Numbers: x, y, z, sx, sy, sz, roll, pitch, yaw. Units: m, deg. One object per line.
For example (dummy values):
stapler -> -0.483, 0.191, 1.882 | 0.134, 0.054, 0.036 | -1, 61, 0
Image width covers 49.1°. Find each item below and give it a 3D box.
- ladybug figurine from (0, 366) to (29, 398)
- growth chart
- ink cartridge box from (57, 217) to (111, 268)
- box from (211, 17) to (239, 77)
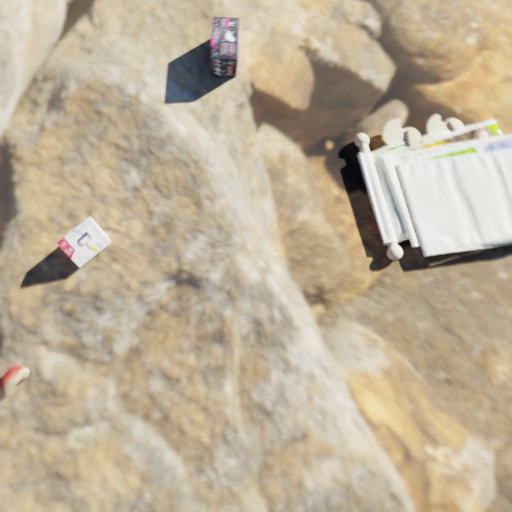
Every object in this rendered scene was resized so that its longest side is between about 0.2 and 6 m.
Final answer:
ladybug figurine -> -4.202, 2.125, 9.589 | 0.282, 0.532, 0.784 | 47, 116, 0
growth chart -> 4.059, -1.341, 10.684 | 4.126, 0.366, 2.986 | -4, 74, -1
ink cartridge box -> -3.144, -0.246, 10.257 | 0.762, 0.562, 0.326 | -40, 41, -8
box -> -0.621, -4.210, 11.311 | 0.554, 0.638, 0.966 | 3, 75, -3
